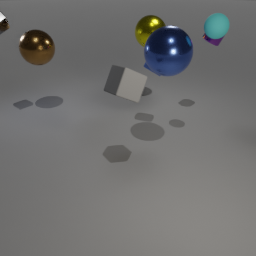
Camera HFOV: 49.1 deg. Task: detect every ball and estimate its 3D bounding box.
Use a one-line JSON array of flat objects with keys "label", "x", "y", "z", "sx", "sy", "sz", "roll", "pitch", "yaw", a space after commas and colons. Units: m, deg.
[{"label": "ball", "x": 0.994, "y": -4.212, "z": 12.301, "sx": 1.400, "sy": 1.400, "sz": 1.400, "roll": 0, "pitch": 28, "yaw": 0}, {"label": "ball", "x": 1.158, "y": -2.188, "z": 8.039, "sx": 1.400, "sy": 1.400, "sz": 1.400, "roll": 0, "pitch": 28, "yaw": 0}, {"label": "ball", "x": 2.539, "y": -2.922, "z": 8.034, "sx": 0.700, "sy": 0.700, "sz": 0.700, "roll": 0, "pitch": 28, "yaw": 0}, {"label": "ball", "x": -3.656, "y": -3.235, "z": 11.294, "sx": 1.400, "sy": 1.400, "sz": 1.400, "roll": 0, "pitch": 28, "yaw": 0}]

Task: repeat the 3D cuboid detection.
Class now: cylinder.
[{"label": "cylinder", "x": 1.020, "y": -2.307, "z": 9.922, "sx": 0.700, "sy": 0.700, "sz": 0.700, "roll": 29, "pitch": 29, "yaw": -6}, {"label": "cylinder", "x": 3.306, "y": -3.586, "z": 10.597, "sx": 0.700, "sy": 0.700, "sz": 0.700, "roll": 20, "pitch": 32, "yaw": -13}]

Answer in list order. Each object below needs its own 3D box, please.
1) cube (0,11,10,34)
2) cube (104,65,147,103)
[{"label": "cube", "x": -4.775, "y": -3.804, "z": 9.975, "sx": 0.700, "sy": 0.700, "sz": 0.700, "roll": -44, "pitch": 2, "yaw": -16}, {"label": "cube", "x": -0.071, "y": -1.109, "z": 7.027, "sx": 0.700, "sy": 0.700, "sz": 0.700, "roll": 15, "pitch": 8, "yaw": -35}]
